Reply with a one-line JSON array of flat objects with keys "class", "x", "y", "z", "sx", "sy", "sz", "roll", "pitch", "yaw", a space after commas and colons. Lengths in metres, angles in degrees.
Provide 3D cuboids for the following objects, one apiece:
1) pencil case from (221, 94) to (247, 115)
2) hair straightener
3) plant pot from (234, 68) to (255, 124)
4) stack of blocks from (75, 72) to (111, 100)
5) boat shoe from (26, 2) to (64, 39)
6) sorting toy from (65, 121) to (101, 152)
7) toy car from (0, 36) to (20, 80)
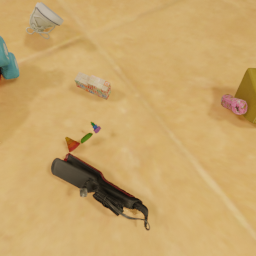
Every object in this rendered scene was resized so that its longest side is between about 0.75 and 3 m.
[{"class": "pencil case", "x": 2.786, "y": -0.638, "z": 7.408, "sx": 0.426, "sy": 0.408, "sz": 0.985, "roll": -12, "pitch": 16, "yaw": 2}, {"class": "hair straightener", "x": -0.672, "y": 1.429, "z": 6.029, "sx": 2.645, "sy": 0.541, "sz": 1.018, "roll": 32, "pitch": 21, "yaw": 19}, {"class": "plant pot", "x": 3.539, "y": -0.709, "z": 7.206, "sx": 1.122, "sy": 1.129, "sz": 1.155, "roll": 4, "pitch": 53, "yaw": 2}, {"class": "stack of blocks", "x": -0.953, "y": -1.176, "z": 7.619, "sx": 0.961, "sy": 0.553, "sz": 0.281, "roll": 24, "pitch": 72, "yaw": 7}, {"class": "boat shoe", "x": -2.619, "y": -3.157, "z": 8.366, "sx": 0.953, "sy": 0.826, "sz": 2.236, "roll": -54, "pitch": 37, "yaw": 7}, {"class": "sorting toy", "x": -1.163, "y": 0.175, "z": 6.907, "sx": 1.058, "sy": 0.367, "sz": 0.365, "roll": -35, "pitch": 103, "yaw": 18}, {"class": "toy car", "x": -3.975, "y": -0.783, "z": 7.225, "sx": 2.264, "sy": 2.173, "sz": 2.456, "roll": -14, "pitch": 86, "yaw": -10}]
